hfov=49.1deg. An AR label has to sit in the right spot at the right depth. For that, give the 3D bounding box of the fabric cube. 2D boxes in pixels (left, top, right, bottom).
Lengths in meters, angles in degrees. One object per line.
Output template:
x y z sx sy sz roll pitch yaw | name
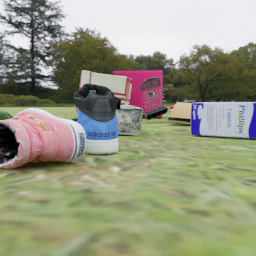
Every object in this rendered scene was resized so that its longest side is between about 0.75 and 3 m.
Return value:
0.584 -1.650 13.937 2.294 2.258 2.302 1 6 7 | fabric cube

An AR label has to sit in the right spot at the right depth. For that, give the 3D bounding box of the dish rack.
0.907 -1.082 9.949 1.071 1.396 0.381 -22 29 -34 | dish rack

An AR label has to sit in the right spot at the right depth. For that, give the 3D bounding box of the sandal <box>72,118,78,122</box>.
-1.450 -0.081 8.093 0.385 0.231 1.026 -6 20 -6 | sandal

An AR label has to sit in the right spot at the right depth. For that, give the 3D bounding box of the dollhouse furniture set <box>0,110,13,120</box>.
-5.019 -0.369 10.441 0.961 0.736 1.467 8 -21 18 | dollhouse furniture set

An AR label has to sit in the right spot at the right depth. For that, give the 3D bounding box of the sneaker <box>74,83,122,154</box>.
-0.552 -0.210 4.665 0.705 1.021 1.836 -1 5 -12 | sneaker

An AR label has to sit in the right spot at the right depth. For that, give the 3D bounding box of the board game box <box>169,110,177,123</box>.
2.468 -0.472 10.853 1.589 0.444 1.555 0 5 1 | board game box

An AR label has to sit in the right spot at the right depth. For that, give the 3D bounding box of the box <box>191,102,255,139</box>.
2.250 -0.198 6.186 1.383 0.726 1.272 2 5 31 | box

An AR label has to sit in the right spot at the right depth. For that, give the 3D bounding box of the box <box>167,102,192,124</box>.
2.267 -0.504 9.437 1.559 0.203 1.907 6 21 16 | box

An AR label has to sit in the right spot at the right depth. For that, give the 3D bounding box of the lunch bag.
-0.286 -0.200 6.474 1.187 0.698 0.974 5 5 -2 | lunch bag

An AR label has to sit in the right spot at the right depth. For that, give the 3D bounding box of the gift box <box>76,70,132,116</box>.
-1.000 -1.224 11.463 2.036 2.012 2.180 9 3 6 | gift box

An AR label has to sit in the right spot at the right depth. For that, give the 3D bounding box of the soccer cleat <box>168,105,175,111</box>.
2.896 -0.744 13.227 1.979 0.679 0.843 0 -8 4 | soccer cleat

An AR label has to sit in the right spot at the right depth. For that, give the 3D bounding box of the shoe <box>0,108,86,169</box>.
-1.374 0.079 3.579 0.820 0.644 1.804 -1 7 -44 | shoe
